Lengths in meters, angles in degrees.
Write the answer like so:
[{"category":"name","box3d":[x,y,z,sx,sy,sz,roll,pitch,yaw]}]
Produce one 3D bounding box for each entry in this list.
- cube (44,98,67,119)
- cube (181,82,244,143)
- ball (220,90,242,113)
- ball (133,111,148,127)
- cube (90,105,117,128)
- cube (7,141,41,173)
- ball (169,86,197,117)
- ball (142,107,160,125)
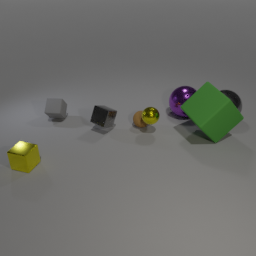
[{"category":"cube","box3d":[-3.110,-0.846,12.128,0.700,0.700,0.700,3,-16,7]},{"category":"cube","box3d":[3.124,-0.579,10.467,1.400,1.400,1.400,35,16,-41]},{"category":"ball","box3d":[4.124,-0.929,11.941,1.400,1.400,1.400,0,28,0]},{"category":"ball","box3d":[0.552,-0.371,11.605,0.700,0.700,0.700,0,28,0]},{"category":"cube","box3d":[-0.964,-0.465,11.162,0.700,0.700,0.700,23,14,24]},{"category":"cube","box3d":[-3.407,0.948,9.205,0.700,0.700,0.700,9,31,15]},{"category":"ball","box3d":[2.515,-1.167,12.419,1.400,1.400,1.400,0,28,0]},{"category":"ball","box3d":[0.880,-0.478,10.899,0.700,0.700,0.700,0,28,0]}]
